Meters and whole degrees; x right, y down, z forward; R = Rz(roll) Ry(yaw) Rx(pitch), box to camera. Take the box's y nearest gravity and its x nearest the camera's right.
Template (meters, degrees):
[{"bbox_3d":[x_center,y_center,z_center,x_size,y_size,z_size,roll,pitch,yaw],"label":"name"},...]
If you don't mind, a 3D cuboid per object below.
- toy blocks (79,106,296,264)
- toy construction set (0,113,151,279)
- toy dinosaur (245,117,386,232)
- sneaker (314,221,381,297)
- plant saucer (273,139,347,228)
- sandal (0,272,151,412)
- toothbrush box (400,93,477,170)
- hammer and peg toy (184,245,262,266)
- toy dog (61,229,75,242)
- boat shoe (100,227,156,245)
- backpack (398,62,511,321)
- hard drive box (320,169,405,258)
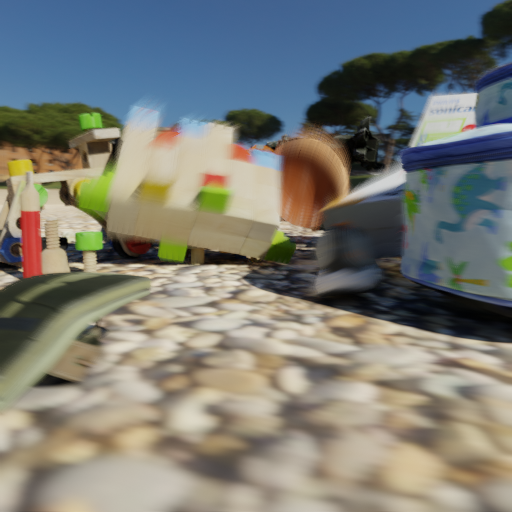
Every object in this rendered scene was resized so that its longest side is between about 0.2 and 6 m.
[{"bbox_3d":[-0.926,-1.251,8.952,3.250,1.624,2.221,11,49,-11],"label":"toy blocks"},{"bbox_3d":[-3.053,-1.061,8.834,2.691,2.480,3.227,-1,7,-9],"label":"toy construction set"},{"bbox_3d":[0.911,-1.642,12.103,3.331,2.507,4.908,3,21,27],"label":"toy dinosaur"},{"bbox_3d":[1.120,-0.007,6.809,0.764,0.819,2.067,-5,1,11],"label":"sneaker"},{"bbox_3d":[0.860,-1.266,9.758,1.543,1.543,0.249,4,18,31],"label":"plant saucer"},{"bbox_3d":[-1.373,0.578,3.451,0.809,0.582,2.039,4,23,20],"label":"sandal"},{"bbox_3d":[3.766,-1.453,9.972,2.018,2.772,1.193,12,-22,45],"label":"toothbrush box"},{"bbox_3d":[-0.727,-0.327,10.027,1.517,0.727,2.063,-2,7,-20],"label":"hammer and peg toy"},{"bbox_3d":[-4.417,-0.475,13.093,0.346,0.335,0.241,13,26,38],"label":"toy dog"},{"bbox_3d":[-2.513,-0.480,11.876,0.810,0.794,2.275,21,8,6],"label":"boat shoe"},{"bbox_3d":[3.186,-0.668,5.379,3.420,2.513,3.130,-4,5,-15],"label":"backpack"},{"bbox_3d":[2.308,-0.725,8.138,2.173,0.835,1.694,-27,14,-37],"label":"hard drive box"}]
